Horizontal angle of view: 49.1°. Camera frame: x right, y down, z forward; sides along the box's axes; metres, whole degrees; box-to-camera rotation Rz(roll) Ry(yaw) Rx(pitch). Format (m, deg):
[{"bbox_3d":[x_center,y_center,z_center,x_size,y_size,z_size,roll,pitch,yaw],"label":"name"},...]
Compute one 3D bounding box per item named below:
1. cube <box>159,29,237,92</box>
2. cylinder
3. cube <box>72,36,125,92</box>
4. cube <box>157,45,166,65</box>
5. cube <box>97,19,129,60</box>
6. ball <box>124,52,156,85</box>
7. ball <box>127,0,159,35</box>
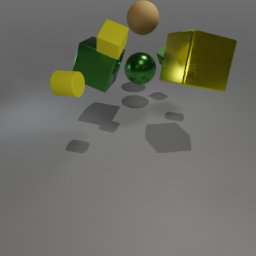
[{"bbox_3d":[1.903,-1.858,7.862,1.400,1.400,1.400,5,12,-22],"label":"cube"},{"bbox_3d":[-1.660,-1.211,7.720,0.700,0.700,0.700,6,31,19],"label":"cylinder"},{"bbox_3d":[-1.099,-2.395,10.442,1.400,1.400,1.400,22,30,2],"label":"cube"},{"bbox_3d":[1.809,-3.172,12.471,0.700,0.700,0.700,-42,55,-9],"label":"cube"},{"bbox_3d":[-0.457,-2.565,8.149,0.700,0.700,0.700,23,69,2],"label":"cube"},{"bbox_3d":[0.534,-2.599,12.256,1.400,1.400,1.400,0,30,0],"label":"ball"},{"bbox_3d":[0.640,-4.746,12.101,1.400,1.400,1.400,0,30,0],"label":"ball"}]
